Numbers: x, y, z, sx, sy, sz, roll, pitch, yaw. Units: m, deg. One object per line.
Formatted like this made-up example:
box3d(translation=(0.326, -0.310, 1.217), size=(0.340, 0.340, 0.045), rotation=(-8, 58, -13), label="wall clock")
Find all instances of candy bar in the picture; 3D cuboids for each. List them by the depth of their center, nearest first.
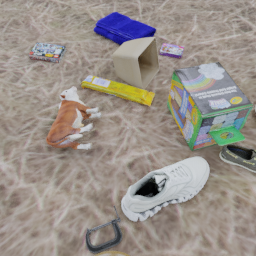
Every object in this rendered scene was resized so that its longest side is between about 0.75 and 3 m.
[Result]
box3d(translation=(-0.439, -1.488, 10.826), size=(2.970, 0.329, 0.741), rotation=(17, 53, 13), label="candy bar")

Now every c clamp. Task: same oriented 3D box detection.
box3d(translation=(-0.654, 2.783, 7.568), size=(1.137, 0.154, 0.972), rotation=(-22, 62, -17), label="c clamp")

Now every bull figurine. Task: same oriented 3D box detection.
box3d(translation=(-1.815, -0.342, 9.521), size=(1.610, 0.864, 2.652), rotation=(5, 49, 7), label="bull figurine")

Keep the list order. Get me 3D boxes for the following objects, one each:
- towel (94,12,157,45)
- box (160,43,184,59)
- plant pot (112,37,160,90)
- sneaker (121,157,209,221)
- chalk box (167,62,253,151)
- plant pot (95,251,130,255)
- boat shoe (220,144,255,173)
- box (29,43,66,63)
box3d(translation=(-0.148, -4.680, 13.172), size=(2.502, 0.620, 1.848), rotation=(32, 59, 23), label="towel")
box3d(translation=(1.953, -3.435, 12.462), size=(0.963, 0.188, 0.659), rotation=(14, 53, 11), label="box")
box3d(translation=(0.264, -2.624, 11.103), size=(1.352, 1.527, 1.525), rotation=(16, 52, 28), label="plant pot")
box3d(translation=(1.174, 1.552, 7.894), size=(2.915, 1.181, 1.095), rotation=(-25, 54, -20), label="sneaker")
box3d(translation=(2.672, -0.512, 9.167), size=(1.760, 1.752, 2.829), rotation=(-12, 53, -11), label="chalk box")
box3d(translation=(-0.408, 3.871, 6.622), size=(1.896, 0.261, 1.896), rotation=(0, 51, 0), label="plant pot")
box3d(translation=(3.810, 0.941, 8.771), size=(1.749, 0.523, 0.625), rotation=(15, 53, 11), label="boat shoe")
box3d(translation=(-3.527, -3.325, 12.323), size=(1.356, 0.270, 0.929), rotation=(9, 52, 7), label="box")
